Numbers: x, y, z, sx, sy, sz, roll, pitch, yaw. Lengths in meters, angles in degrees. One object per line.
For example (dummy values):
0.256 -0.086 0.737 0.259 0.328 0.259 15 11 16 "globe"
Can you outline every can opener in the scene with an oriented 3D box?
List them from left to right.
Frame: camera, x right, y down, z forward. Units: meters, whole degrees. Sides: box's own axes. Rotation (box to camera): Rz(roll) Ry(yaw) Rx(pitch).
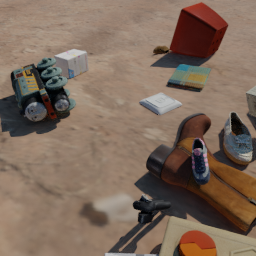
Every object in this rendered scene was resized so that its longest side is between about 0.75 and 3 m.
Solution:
0.447 1.437 5.182 0.367 0.455 1.157 20 5 30 "can opener"

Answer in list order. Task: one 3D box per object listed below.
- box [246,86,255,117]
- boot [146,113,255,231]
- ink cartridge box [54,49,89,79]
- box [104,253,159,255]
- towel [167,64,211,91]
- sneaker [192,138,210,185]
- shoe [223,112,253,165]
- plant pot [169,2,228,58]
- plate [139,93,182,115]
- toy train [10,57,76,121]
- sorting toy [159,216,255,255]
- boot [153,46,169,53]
3.702 -0.815 7.172 1.141 0.729 0.621 -33 32 -11 "box"
2.045 0.733 6.226 2.496 0.855 2.350 26 42 33 "boot"
-2.175 -2.600 11.165 0.762 0.782 1.217 22 39 30 "ink cartridge box"
0.628 2.600 3.871 2.073 0.427 1.616 0 35 2 "box"
2.384 -1.972 10.787 1.349 0.200 1.840 13 38 19 "towel"
1.426 0.651 5.665 0.353 0.412 1.005 -15 43 21 "sneaker"
2.822 0.216 7.289 0.652 0.497 1.864 5 35 7 "shoe"
3.358 -4.335 12.883 1.747 1.982 1.980 36 46 22 "plant pot"
1.066 -0.850 9.151 1.040 0.168 1.038 -24 40 -31 "plate"
-2.762 -1.223 8.917 1.646 1.231 2.889 -24 42 -12 "toy train"
1.743 2.234 3.797 2.775 0.372 2.068 11 31 15 "sorting toy"
1.578 -3.653 13.149 0.905 0.333 0.342 -22 51 -32 "boot"
